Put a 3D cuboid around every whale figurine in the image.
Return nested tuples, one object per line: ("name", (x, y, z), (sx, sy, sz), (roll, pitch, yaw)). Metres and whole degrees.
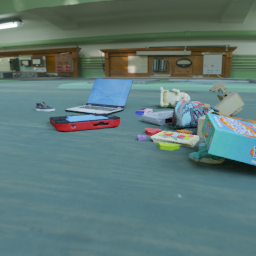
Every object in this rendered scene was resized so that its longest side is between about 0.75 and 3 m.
("whale figurine", (2.116, 0.651, 7.427), (0.984, 0.510, 0.783), (-2, 14, -19))

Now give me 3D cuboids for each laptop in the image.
("laptop", (-1.556, -1.799, 15.386), (2.667, 1.651, 2.849), (7, 15, 31))

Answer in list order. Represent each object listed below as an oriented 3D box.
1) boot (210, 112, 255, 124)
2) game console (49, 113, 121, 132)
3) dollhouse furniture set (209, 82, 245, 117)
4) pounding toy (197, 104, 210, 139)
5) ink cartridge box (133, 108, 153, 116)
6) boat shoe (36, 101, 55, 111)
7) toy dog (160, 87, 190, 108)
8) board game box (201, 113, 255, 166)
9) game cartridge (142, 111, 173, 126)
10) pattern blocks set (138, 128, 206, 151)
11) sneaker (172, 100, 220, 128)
("boot", (4.113, -0.156, 10.251), (1.611, 0.796, 2.076), (-6, 15, -23))
("game console", (-1.855, -0.346, 11.923), (2.681, 0.416, 2.371), (-5, 14, -22))
("dollhouse furniture set", (4.574, -1.183, 13.452), (1.182, 1.560, 1.780), (-37, 10, 8))
("pounding toy", (2.919, -0.268, 9.970), (0.521, 1.139, 1.001), (9, 16, 34))
("ink cartridge box", (0.783, -0.838, 14.504), (0.539, 0.211, 1.139), (8, 18, 30))
("boat shoe", (-4.521, -1.181, 15.249), (1.098, 0.498, 0.388), (3, 14, 12))
("toy dog", (2.728, -1.588, 16.139), (1.669, 1.165, 1.618), (1, -22, 11))
("board game box", (3.395, 0.407, 7.022), (2.867, 0.645, 2.181), (14, 15, 7))
("game cartridge", (1.643, -0.469, 12.588), (1.932, 0.401, 1.287), (-10, 12, -37))
("pattern blocks set", (1.593, 0.340, 9.444), (2.555, 0.207, 2.246), (4, 14, 17))
("sneaker", (2.859, -0.589, 11.417), (1.366, 1.134, 2.859), (12, 19, 37))
